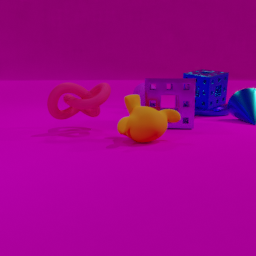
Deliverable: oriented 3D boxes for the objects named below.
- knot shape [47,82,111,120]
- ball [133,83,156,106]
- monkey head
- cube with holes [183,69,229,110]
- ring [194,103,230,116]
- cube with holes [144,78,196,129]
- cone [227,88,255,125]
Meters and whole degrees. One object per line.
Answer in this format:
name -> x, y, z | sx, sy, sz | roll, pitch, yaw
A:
knot shape -> -1.019, -0.660, 6.571 | 1.390, 0.686, 1.486 | -16, -9, 24
ball -> 0.715, -1.353, 11.578 | 1.041, 1.041, 1.041 | 0, 11, 0
monkey head -> 0.297, -0.230, 5.739 | 1.453, 1.045, 0.875 | -12, -1, -26
cube with holes -> 2.562, -1.323, 9.343 | 1.044, 1.044, 1.044 | -18, 26, -36
ring -> 2.778, -0.707, 10.090 | 1.831, 0.366, 1.831 | 0, 11, 0
cube with holes -> 1.095, -0.704, 7.583 | 1.243, 1.243, 1.243 | 1, 9, 6
cone -> 3.525, -0.407, 8.068 | 1.091, 1.091, 1.095 | 1, 37, 6
